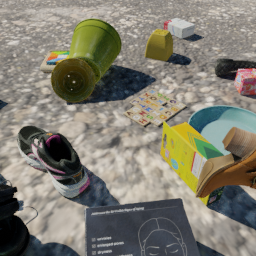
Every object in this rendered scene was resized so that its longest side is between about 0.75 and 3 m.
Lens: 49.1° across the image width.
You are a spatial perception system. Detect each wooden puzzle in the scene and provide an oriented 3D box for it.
[{"bbox_3d":[-2.662,-2.823,11.488,1.574,0.317,1.702,0,40,-1],"label":"wooden puzzle"}]

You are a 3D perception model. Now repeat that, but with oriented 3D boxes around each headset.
[{"bbox_3d":[-2.523,1.747,5.127,1.191,1.565,2.534,-11,21,-13],"label":"headset"}]

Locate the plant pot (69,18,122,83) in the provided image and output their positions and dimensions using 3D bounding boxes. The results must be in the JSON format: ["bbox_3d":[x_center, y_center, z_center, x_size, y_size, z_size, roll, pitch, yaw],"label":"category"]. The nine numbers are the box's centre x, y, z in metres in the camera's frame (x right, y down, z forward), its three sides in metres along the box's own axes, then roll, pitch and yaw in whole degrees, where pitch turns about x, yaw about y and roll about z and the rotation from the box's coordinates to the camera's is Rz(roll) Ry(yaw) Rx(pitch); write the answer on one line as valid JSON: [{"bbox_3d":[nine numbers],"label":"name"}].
[{"bbox_3d":[-1.364,-2.649,10.272,1.929,1.929,1.857,8,51,9],"label":"plant pot"}]

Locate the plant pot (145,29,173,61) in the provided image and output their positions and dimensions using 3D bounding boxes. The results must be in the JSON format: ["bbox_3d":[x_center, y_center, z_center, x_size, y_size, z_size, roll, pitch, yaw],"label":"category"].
[{"bbox_3d":[1.349,-3.570,11.838,0.998,1.028,1.005,17,43,19],"label":"plant pot"}]

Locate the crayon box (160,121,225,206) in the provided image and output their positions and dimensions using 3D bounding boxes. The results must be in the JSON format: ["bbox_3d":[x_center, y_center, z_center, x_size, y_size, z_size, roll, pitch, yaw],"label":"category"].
[{"bbox_3d":[1.479,0.704,6.530,0.478,1.194,1.881,-19,44,-23],"label":"crayon box"}]

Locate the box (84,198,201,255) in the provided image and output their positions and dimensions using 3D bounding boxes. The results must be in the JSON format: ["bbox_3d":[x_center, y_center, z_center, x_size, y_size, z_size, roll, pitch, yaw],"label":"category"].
[{"bbox_3d":[0.219,2.278,4.670,1.819,1.127,1.788,-4,40,-5],"label":"box"}]

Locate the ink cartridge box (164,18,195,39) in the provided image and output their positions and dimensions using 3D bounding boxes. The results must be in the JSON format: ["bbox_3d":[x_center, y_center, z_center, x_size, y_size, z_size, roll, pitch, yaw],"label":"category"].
[{"bbox_3d":[2.530,-4.954,13.901,0.915,0.520,1.256,-27,47,-29],"label":"ink cartridge box"}]

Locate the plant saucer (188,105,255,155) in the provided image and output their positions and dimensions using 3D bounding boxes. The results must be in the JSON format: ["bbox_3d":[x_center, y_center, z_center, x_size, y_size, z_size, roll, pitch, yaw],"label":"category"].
[{"bbox_3d":[2.818,0.209,7.737,2.368,0.426,2.368,-1,40,0],"label":"plant saucer"}]

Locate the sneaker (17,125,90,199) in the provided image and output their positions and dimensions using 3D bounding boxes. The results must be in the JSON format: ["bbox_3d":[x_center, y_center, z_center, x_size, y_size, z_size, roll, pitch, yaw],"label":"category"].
[{"bbox_3d":[-1.860,0.478,6.866,2.601,1.123,1.045,29,46,31],"label":"sneaker"}]

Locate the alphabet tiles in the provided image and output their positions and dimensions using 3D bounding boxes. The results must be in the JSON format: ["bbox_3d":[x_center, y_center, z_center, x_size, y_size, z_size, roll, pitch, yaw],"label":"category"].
[{"bbox_3d":[0.769,-0.654,9.064,1.484,0.067,1.775,32,49,33],"label":"alphabet tiles"}]

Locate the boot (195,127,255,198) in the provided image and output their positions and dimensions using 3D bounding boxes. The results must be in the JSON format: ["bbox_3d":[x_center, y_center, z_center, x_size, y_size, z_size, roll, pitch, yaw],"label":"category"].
[{"bbox_3d":[1.528,0.667,3.687,0.969,1.253,0.462,26,34,2],"label":"boot"}]

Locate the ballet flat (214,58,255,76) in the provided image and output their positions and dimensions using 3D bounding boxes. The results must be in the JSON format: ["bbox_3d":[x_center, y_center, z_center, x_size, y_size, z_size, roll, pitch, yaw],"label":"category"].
[{"bbox_3d":[4.438,-2.260,10.757,2.311,0.657,0.768,5,19,-2],"label":"ballet flat"}]

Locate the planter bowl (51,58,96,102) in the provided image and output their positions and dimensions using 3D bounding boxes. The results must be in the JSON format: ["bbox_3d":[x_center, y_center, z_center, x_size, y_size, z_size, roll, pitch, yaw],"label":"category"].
[{"bbox_3d":[-1.846,-1.595,9.529,1.460,1.460,0.608,-6,4,-8],"label":"planter bowl"}]

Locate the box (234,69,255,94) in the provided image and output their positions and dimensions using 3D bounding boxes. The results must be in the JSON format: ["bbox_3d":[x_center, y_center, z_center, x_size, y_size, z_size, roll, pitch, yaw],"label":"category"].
[{"bbox_3d":[4.542,-1.623,9.753,1.397,0.667,0.696,-1,40,-1],"label":"box"}]
